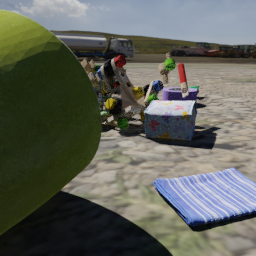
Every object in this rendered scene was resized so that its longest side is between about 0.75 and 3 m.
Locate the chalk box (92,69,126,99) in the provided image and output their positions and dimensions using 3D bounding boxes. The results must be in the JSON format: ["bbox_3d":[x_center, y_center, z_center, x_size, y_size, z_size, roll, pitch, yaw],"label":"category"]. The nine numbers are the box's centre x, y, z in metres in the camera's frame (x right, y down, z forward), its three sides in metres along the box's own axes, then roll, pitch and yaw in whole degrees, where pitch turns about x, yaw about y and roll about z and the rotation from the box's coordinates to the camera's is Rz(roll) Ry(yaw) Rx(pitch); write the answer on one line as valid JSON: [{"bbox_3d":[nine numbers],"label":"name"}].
[{"bbox_3d":[-1.357,-2.137,13.232,2.239,1.386,1.393,11,19,33],"label":"chalk box"}]

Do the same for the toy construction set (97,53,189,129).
[{"bbox_3d":[0.456,-0.884,8.456,2.740,2.105,2.285,-13,-33,16],"label":"toy construction set"}]

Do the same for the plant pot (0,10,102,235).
[{"bbox_3d":[-2.067,0.351,2.967,2.679,2.679,2.863,5,30,19],"label":"plant pot"}]

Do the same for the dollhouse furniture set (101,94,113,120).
[{"bbox_3d":[-1.036,-0.662,8.672,1.071,0.820,1.635,-5,12,24],"label":"dollhouse furniture set"}]

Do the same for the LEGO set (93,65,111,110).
[{"bbox_3d":[-1.815,-1.249,10.754,2.893,1.676,2.224,3,-14,-1],"label":"LEGO set"}]

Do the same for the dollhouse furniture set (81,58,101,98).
[{"bbox_3d":[-1.803,-1.326,8.921,1.635,1.780,1.158,2,-34,-46],"label":"dollhouse furniture set"}]

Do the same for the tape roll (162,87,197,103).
[{"bbox_3d":[2.173,-1.332,11.819,1.443,0.613,1.443,0,16,0],"label":"tape roll"}]

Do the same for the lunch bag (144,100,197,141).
[{"bbox_3d":[1.203,-0.283,7.568,1.237,0.928,1.459,3,26,17],"label":"lunch bag"}]

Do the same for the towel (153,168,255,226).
[{"bbox_3d":[1.357,0.987,4.334,1.666,0.199,1.206,-5,17,-19],"label":"towel"}]

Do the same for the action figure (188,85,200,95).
[{"bbox_3d":[2.580,-1.756,13.631,1.659,0.454,0.980,0,15,26],"label":"action figure"}]
